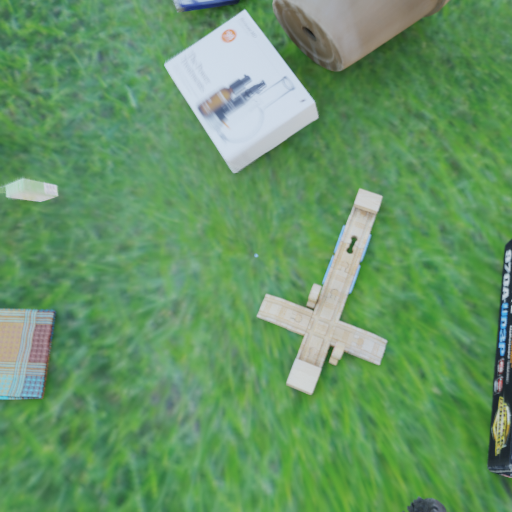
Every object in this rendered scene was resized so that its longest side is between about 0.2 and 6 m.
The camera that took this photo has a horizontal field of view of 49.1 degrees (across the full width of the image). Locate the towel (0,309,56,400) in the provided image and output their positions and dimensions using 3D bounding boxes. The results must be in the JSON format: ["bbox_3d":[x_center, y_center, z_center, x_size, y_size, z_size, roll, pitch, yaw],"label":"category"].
[{"bbox_3d":[-3.987,1.426,8.234,1.879,0.204,1.378,0,69,0],"label":"towel"}]

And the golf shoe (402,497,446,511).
[{"bbox_3d":[2.179,4.481,6.614,1.412,1.162,2.988,13,74,-7],"label":"golf shoe"}]

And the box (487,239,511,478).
[{"bbox_3d":[4.911,1.541,7.838,2.841,0.822,3.574,13,68,5],"label":"box"}]

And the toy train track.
[{"bbox_3d":[1.250,0.389,8.475,1.952,0.554,3.403,20,69,8],"label":"toy train track"}]

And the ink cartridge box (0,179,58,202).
[{"bbox_3d":[-3.664,-0.984,8.825,0.873,0.635,0.209,-12,81,31],"label":"ink cartridge box"}]

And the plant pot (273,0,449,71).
[{"bbox_3d":[1.686,-4.663,9.605,2.840,2.840,2.464,43,91,15],"label":"plant pot"}]

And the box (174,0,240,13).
[{"bbox_3d":[-0.903,-5.209,10.653,1.505,0.244,0.912,-17,92,-18],"label":"box"}]

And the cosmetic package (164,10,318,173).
[{"bbox_3d":[-0.280,-2.815,9.544,1.719,0.589,2.280,-33,71,1],"label":"cosmetic package"}]
